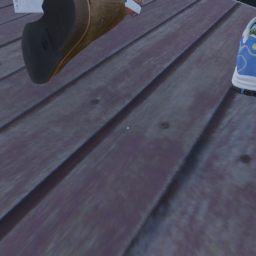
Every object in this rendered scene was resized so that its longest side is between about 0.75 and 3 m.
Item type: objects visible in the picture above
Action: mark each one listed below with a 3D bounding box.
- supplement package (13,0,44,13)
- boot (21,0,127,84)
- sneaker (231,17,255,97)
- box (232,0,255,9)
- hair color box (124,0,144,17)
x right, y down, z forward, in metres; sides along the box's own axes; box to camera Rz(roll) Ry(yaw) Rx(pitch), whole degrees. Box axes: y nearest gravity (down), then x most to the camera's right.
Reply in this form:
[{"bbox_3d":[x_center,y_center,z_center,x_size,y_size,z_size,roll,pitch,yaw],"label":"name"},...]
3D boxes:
[{"bbox_3d":[-2.018,-3.688,7.596,1.889,1.035,1.075,0,24,2],"label":"supplement package"},{"bbox_3d":[-0.716,-1.001,3.246,0.734,0.716,1.946,-23,6,-35],"label":"boot"},{"bbox_3d":[2.652,-1.596,5.132,0.978,0.995,2.582,14,44,26],"label":"sneaker"},{"bbox_3d":[2.433,-2.381,3.572,2.841,0.707,2.240,-34,55,-22],"label":"box"},{"bbox_3d":[-0.128,-3.932,8.387,1.173,0.650,0.375,19,-5,-27],"label":"hair color box"}]
